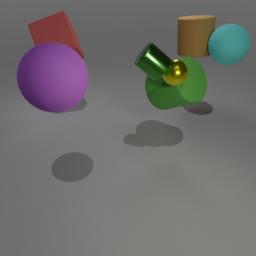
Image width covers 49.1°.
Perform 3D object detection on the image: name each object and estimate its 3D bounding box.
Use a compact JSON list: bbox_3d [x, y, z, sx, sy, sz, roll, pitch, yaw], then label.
[{"bbox_3d":[0.639,-1.712,7.226,0.700,0.700,0.700,36,27,-17],"label":"cylinder"},{"bbox_3d":[1.491,-1.360,8.792,1.400,1.400,1.400,-26,10,-36],"label":"cylinder"},{"bbox_3d":[3.585,-2.959,9.972,1.400,1.400,1.400,0,31,0],"label":"ball"},{"bbox_3d":[-1.512,-1.014,5.699,1.400,1.400,1.400,0,31,0],"label":"ball"},{"bbox_3d":[-2.615,-3.193,10.413,1.400,1.400,1.400,-21,-3,1],"label":"cube"},{"bbox_3d":[1.266,-1.476,7.488,0.700,0.700,0.700,0,31,0],"label":"ball"},{"bbox_3d":[2.652,-3.598,10.960,1.400,1.400,1.400,-3,26,2],"label":"cylinder"}]
